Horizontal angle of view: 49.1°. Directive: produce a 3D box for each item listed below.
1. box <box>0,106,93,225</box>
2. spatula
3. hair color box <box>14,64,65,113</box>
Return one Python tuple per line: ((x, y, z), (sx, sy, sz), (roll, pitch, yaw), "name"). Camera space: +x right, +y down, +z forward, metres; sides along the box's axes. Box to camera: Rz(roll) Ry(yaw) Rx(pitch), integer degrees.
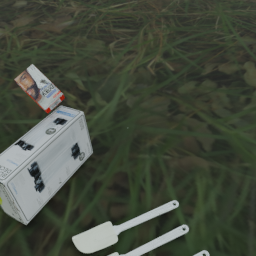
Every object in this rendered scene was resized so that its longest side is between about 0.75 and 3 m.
((-1.866, 0.731, 6.280), (0.721, 1.398, 2.397), (17, 46, 26), "box")
((0.302, 2.476, 5.581), (2.416, 0.194, 1.680), (-16, 50, -20), "spatula")
((-2.014, -0.893, 6.414), (1.010, 0.323, 0.560), (43, 78, 5), "hair color box")
